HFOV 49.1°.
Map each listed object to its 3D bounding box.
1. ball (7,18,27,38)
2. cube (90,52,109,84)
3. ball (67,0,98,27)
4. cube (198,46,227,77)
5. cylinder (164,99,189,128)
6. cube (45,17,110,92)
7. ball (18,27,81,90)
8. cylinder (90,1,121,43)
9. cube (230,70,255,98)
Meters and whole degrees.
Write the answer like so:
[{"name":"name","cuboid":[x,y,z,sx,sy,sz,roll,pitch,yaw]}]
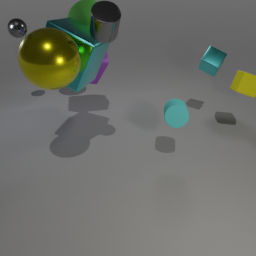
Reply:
[{"name":"ball","cuboid":[-4.167,-3.762,10.563,0.700,0.700,0.700,0,30,0]},{"name":"cube","cuboid":[-1.662,-2.654,10.449,1.400,1.400,1.400,3,64,-25]},{"name":"ball","cuboid":[-1.273,-3.443,9.151,1.400,1.400,1.400,0,30,0]},{"name":"cube","cuboid":[3.166,-2.497,10.519,0.700,0.700,0.700,32,77,13]},{"name":"cylinder","cuboid":[1.418,-0.442,8.284,0.700,0.700,0.700,3,22,5]},{"name":"cube","cuboid":[-1.530,-2.097,7.877,1.400,1.400,1.400,29,28,1]},{"name":"ball","cuboid":[-1.797,-1.585,6.486,1.400,1.400,1.400,0,30,0]},{"name":"cylinder","cuboid":[-0.552,-2.525,6.708,0.700,0.700,0.700,4,66,-9]},{"name":"cube","cuboid":[4.121,-1.543,9.773,0.700,0.700,0.700,18,17,-5]}]
